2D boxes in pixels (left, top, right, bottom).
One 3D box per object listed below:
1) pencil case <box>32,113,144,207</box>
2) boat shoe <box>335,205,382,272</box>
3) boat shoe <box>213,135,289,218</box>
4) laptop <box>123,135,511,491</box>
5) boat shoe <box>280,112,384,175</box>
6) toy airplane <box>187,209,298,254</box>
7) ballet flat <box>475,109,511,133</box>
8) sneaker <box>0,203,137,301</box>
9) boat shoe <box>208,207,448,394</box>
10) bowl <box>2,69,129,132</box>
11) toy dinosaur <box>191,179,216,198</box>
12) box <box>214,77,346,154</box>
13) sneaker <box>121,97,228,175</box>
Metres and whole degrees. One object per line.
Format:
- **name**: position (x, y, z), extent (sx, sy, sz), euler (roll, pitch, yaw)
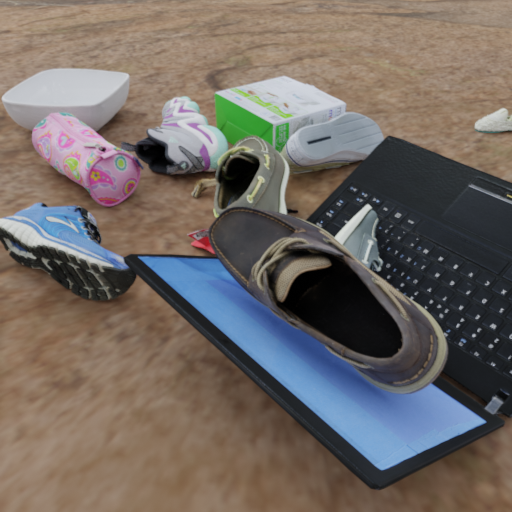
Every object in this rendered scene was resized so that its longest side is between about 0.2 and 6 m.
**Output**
- **pencil case**: position (-3.124, -1.837, 10.233), extent (1.105, 1.105, 2.527), euler (-25, 41, -31)
- **boat shoe**: position (1.198, 0.113, 7.119), extent (0.679, 0.800, 2.198), euler (38, 42, 1)
- **boat shoe**: position (-0.118, -1.176, 8.519), extent (1.033, 0.864, 2.891), euler (-27, 34, 18)
- **laptop**: position (1.507, -0.070, 6.505), extent (4.396, 2.270, 3.896), euler (-46, 51, -11)
- **boat shoe**: position (1.434, -2.155, 10.840), extent (2.664, 0.959, 0.826), euler (-16, -7, -40)
- **toy airplane**: position (-0.179, -0.435, 8.774), extent (1.971, 0.363, 1.971), euler (-7, 20, 2)
- **ballet flat**: position (5.623, -3.033, 12.413), extent (1.535, 0.551, 0.551), euler (0, 35, 1)
- **sneaker**: position (-2.572, -0.234, 7.890), extent (2.471, 0.971, 1.102), euler (24, 54, 27)
- **boat shoe**: position (0.555, 0.198, 5.660), extent (2.968, 1.088, 1.106), euler (32, 86, 32)
- **bowl**: position (-4.195, -3.443, 12.665), extent (2.347, 0.876, 2.344), euler (7, 36, 8)
- **toy dinosaur**: position (-0.216, -1.430, 10.096), extent (1.907, 0.555, 0.964), euler (-19, 39, -25)
- **box**: position (0.474, -2.882, 11.722), extent (1.872, 1.026, 2.121), euler (-23, 41, -29)
- **sneaker**: position (-1.838, -2.345, 11.003), extent (1.780, 0.989, 2.545), euler (-17, 38, -24)
